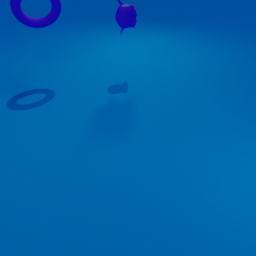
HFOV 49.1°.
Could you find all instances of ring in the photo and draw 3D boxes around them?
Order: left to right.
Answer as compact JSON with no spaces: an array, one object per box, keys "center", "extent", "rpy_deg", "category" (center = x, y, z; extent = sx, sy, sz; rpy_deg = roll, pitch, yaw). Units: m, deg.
[{"center":[-3.042,-4.043,9.302],"extent":[1.630,1.630,0.326],"rpy_deg":[-11,58,-13],"category":"ring"}]

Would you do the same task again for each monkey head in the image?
[{"center":[-0.059,-4.037,10.067],"extent":[0.759,1.260,0.907],"rpy_deg":[0,34,7],"category":"monkey head"}]
